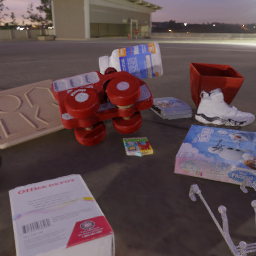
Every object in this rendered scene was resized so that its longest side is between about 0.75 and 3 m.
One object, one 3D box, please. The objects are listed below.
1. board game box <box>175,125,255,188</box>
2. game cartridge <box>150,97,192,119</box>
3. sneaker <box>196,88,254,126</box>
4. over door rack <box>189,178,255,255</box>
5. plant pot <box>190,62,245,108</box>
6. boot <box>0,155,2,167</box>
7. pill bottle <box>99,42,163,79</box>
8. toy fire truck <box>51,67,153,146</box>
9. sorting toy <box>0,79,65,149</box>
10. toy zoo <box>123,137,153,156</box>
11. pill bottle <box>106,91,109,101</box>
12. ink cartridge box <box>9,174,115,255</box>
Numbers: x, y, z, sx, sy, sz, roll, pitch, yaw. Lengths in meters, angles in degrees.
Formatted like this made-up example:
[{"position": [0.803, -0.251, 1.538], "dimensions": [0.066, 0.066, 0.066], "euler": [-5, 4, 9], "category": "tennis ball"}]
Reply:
[{"position": [2.683, 0.656, 7.482], "dimensions": [2.397, 0.522, 2.409], "euler": [7, 22, 20], "category": "board game box"}, {"position": [1.738, -0.869, 11.658], "dimensions": [1.363, 0.425, 2.047], "euler": [-10, 23, -14], "category": "game cartridge"}, {"position": [3.568, -0.760, 10.202], "dimensions": [2.080, 1.195, 0.782], "euler": [4, 22, 10], "category": "sneaker"}, {"position": [2.175, 1.480, 5.246], "dimensions": [1.414, 0.637, 1.914], "euler": [-4, 21, -12], "category": "over door rack"}, {"position": [3.536, -1.694, 11.803], "dimensions": [1.783, 1.572, 1.784], "euler": [3, 29, -4], "category": "plant pot"}, {"position": [-3.514, 1.356, 5.522], "dimensions": [1.277, 0.984, 2.634], "euler": [33, 38, 27], "category": "boot"}, {"position": [0.116, -2.657, 11.647], "dimensions": [2.480, 1.390, 1.390], "euler": [-9, 21, 5], "category": "pill bottle"}, {"position": [-0.826, -1.016, 8.714], "dimensions": [2.897, 1.624, 2.432], "euler": [-17, 51, -8], "category": "toy fire truck"}, {"position": [-3.242, -0.537, 9.234], "dimensions": [2.519, 0.496, 2.721], "euler": [-21, 50, -27], "category": "sorting toy"}, {"position": [0.294, 0.561, 8.302], "dimensions": [0.753, 0.118, 1.148], "euler": [-3, 21, -7], "category": "toy zoo"}, {"position": [-0.248, -1.081, 11.181], "dimensions": [1.086, 1.086, 1.936], "euler": [-5, 21, -13], "category": "pill bottle"}, {"position": [-1.164, 1.623, 4.648], "dimensions": [1.346, 0.781, 1.824], "euler": [-9, 21, -22], "category": "ink cartridge box"}]
